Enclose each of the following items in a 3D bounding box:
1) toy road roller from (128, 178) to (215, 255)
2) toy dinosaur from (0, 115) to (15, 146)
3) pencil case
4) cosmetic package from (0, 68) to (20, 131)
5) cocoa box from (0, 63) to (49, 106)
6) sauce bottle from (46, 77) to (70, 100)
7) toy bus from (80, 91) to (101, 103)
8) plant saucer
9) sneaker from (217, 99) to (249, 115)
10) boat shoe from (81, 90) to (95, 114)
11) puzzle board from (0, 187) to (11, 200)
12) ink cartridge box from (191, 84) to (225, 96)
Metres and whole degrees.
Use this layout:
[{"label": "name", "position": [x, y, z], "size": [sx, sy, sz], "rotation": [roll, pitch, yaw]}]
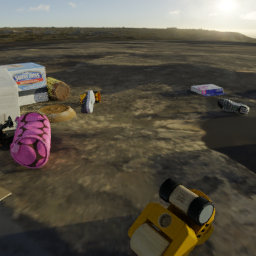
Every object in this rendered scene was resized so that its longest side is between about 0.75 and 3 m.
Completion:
[{"label": "toy road roller", "position": [0.939, 1.878, 5.208], "size": [1.632, 1.192, 1.003], "rotation": [-49, 40, -12]}, {"label": "toy dinosaur", "position": [-4.310, 0.268, 9.434], "size": [1.130, 0.851, 1.666], "rotation": [-23, 48, -16]}, {"label": "pencil case", "position": [-3.018, 0.292, 8.672], "size": [1.139, 1.104, 2.433], "rotation": [30, 8, -25]}, {"label": "cosmetic package", "position": [-5.255, -1.068, 10.622], "size": [1.797, 1.786, 2.147], "rotation": [-12, 33, -30]}, {"label": "cocoa box", "position": [-5.494, -2.111, 13.590], "size": [2.654, 1.741, 1.770], "rotation": [-17, 28, -35]}, {"label": "sauce bottle", "position": [-4.164, -2.223, 14.903], "size": [0.981, 0.981, 2.973], "rotation": [-16, 28, -34]}, {"label": "toy bus", "position": [-1.898, -1.450, 13.658], "size": [0.907, 0.615, 0.870], "rotation": [-18, 12, -42]}, {"label": "plant saucer", "position": [-3.123, -0.682, 12.019], "size": [1.738, 0.308, 1.738], "rotation": [0, 23, 0]}, {"label": "sneaker", "position": [4.780, -0.986, 12.622], "size": [1.384, 0.519, 0.799], "rotation": [26, 27, 28]}, {"label": "boat shoe", "position": [-1.416, -0.885, 9.683], "size": [0.401, 0.424, 1.212], "rotation": [-14, 40, 10]}, {"label": "puzzle board", "position": [-3.327, 1.607, 6.748], "size": [0.820, 0.071, 0.618], "rotation": [13, 26, 29]}, {"label": "ink cartridge box", "position": [4.474, -2.116, 15.545], "size": [1.402, 0.309, 1.428], "rotation": [-8, 22, -20]}]
